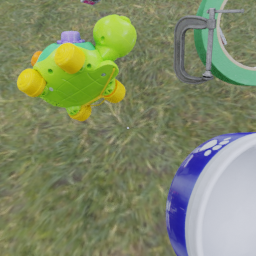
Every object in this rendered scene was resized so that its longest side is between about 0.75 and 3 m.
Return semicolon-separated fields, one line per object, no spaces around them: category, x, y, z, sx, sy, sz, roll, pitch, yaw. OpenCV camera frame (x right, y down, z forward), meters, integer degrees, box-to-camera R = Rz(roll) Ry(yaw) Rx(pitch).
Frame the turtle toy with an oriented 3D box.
turtle toy;-0.795;-1.122;5.037;2.222;1.619;1.123;-27;58;22

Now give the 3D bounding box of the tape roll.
tape roll;2.833;-2.260;6.333;2.591;0.623;2.591;-1;99;-3

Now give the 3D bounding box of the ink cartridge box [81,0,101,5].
ink cartridge box;-0.747;-4.497;7.881;0.552;1.570;2.632;8;11;-20

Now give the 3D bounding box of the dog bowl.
dog bowl;1.632;1.140;3.592;2.189;0.862;2.189;0;90;-16

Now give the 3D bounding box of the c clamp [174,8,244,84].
c clamp;1.238;-1.344;4.768;1.174;1.374;0.186;26;39;35

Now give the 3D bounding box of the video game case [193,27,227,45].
video game case;2.135;-2.597;7.544;0.090;0.735;1.028;-49;40;-3
